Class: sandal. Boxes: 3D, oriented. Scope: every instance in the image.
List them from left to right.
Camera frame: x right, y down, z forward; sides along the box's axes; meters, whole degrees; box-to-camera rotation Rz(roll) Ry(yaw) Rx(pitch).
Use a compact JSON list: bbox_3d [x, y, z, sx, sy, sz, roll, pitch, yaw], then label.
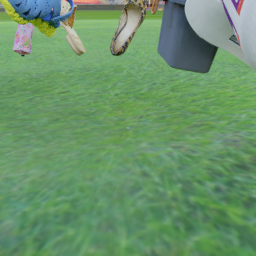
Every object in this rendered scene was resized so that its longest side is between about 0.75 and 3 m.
[{"bbox_3d":[-2.185,-3.118,6.847,1.210,1.105,2.780,-28,6,12],"label":"sandal"},{"bbox_3d":[-2.128,-4.034,10.153,0.892,2.710,0.994,-29,5,18],"label":"sandal"}]

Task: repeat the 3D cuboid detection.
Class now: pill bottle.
[{"bbox_3d":[2.019,-1.830,3.534,1.590,1.590,2.827,3,42,6],"label":"pill bottle"}]

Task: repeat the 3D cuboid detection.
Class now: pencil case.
[{"bbox_3d":[-3.256,-2.950,8.855,0.569,1.301,0.569,9,-1,0],"label":"pencil case"}]

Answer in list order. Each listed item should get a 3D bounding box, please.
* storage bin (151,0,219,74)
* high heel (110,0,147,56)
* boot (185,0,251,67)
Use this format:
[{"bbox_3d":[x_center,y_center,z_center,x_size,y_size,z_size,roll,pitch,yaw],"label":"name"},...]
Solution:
[{"bbox_3d":[1.282,-2.232,6.393,1.620,1.495,2.226,8,24,-9],"label":"storage bin"},{"bbox_3d":[0.004,-3.240,8.591,0.737,2.063,1.471,23,44,2],"label":"high heel"},{"bbox_3d":[1.929,-1.896,5.194,1.928,0.701,0.871,36,48,-8],"label":"boot"}]
